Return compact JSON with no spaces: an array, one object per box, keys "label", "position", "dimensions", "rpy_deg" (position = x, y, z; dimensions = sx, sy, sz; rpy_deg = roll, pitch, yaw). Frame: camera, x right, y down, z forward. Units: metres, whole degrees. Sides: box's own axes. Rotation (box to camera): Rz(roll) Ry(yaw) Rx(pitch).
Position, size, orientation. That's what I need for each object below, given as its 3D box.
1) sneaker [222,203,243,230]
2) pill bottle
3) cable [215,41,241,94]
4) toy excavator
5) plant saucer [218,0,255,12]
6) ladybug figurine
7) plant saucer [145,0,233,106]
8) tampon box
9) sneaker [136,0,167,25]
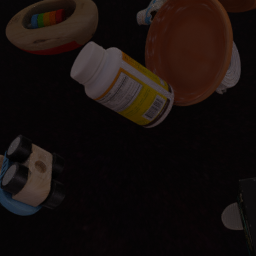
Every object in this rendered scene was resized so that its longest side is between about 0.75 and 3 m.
[{"label":"sneaker","position":[2.660,1.711,5.735],"dimensions":[0.618,1.508,0.557],"rpy_deg":[16,50,-34]},{"label":"pill bottle","position":[-0.102,-0.896,5.893],"dimensions":[2.076,1.134,1.134],"rpy_deg":[28,67,-29]},{"label":"cable","position":[2.342,-1.681,7.136],"dimensions":[1.425,0.493,1.425],"rpy_deg":[14,79,-41]},{"label":"toy excavator","position":[-2.427,1.043,5.895],"dimensions":[2.153,1.075,2.094],"rpy_deg":[-37,39,21]},{"label":"plant saucer","position":[2.534,-3.684,7.498],"dimensions":[2.284,2.284,0.369],"rpy_deg":[19,93,7]},{"label":"ladybug figurine","position":[-2.050,-2.739,7.729],"dimensions":[2.714,0.976,1.842],"rpy_deg":[-3,58,14]},{"label":"plant saucer","position":[1.302,-1.713,6.223],"dimensions":[0.455,2.429,2.429],"rpy_deg":[-8,66,-36]},{"label":"tampon box","position":[2.161,1.350,4.140],"dimensions":[0.846,1.340,1.005],"rpy_deg":[-11,62,15]},{"label":"sneaker","position":[0.844,-3.511,8.437],"dimensions":[0.541,0.513,1.341],"rpy_deg":[19,58,37]}]
